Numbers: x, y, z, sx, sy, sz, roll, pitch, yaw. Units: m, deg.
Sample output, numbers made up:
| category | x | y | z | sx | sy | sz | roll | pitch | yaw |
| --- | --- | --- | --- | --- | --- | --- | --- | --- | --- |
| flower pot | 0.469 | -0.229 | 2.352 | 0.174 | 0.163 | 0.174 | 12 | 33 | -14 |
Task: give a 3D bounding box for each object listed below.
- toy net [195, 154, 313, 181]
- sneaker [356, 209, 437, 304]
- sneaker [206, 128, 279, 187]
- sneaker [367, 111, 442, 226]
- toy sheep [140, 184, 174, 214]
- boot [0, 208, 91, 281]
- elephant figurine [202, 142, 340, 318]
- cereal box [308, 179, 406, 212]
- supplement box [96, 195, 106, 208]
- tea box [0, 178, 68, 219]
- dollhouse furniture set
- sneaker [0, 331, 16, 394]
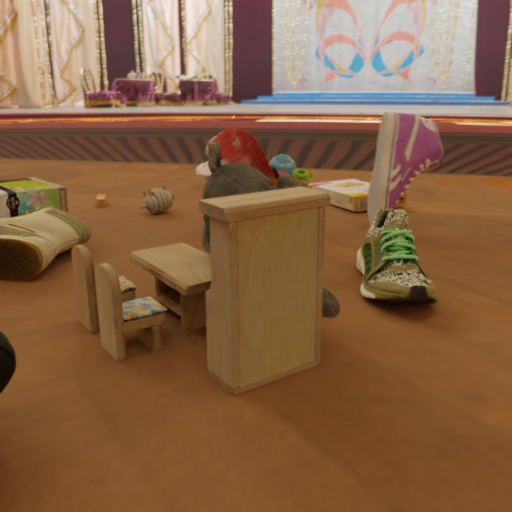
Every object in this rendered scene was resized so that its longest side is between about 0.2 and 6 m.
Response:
| category | x | y | z | sx | sy | sz | roll | pitch | yaw |
| --- | --- | --- | --- | --- | --- | --- | --- | --- | --- |
| toy net | -0.109 | -2.232 | 15.888 | 3.245 | 0.627 | 1.702 | -11 | 42 | -23 |
| sneaker | 1.909 | -0.073 | 7.920 | 0.958 | 1.104 | 2.491 | 0 | 17 | -1 |
| sneaker | -0.267 | -1.228 | 10.362 | 1.282 | 1.215 | 3.122 | -20 | -21 | 10 |
| sneaker | 2.982 | -1.590 | 11.020 | 1.321 | 2.317 | 0.840 | 8 | 12 | -5 |
| toy sheep | -2.216 | -1.236 | 12.527 | 0.913 | 0.630 | 0.630 | -26 | 30 | -36 |
| boot | -4.145 | -0.320 | 9.144 | 2.395 | 0.863 | 1.852 | 9 | 19 | 9 |
| elephant figurine | 0.161 | -0.320 | 6.445 | 1.464 | 1.335 | 1.887 | 15 | 13 | -30 |
| cereal box | 2.404 | -1.498 | 13.644 | 1.489 | 0.409 | 2.069 | -9 | 19 | -26 |
| supplement box | -3.718 | -1.318 | 13.434 | 0.217 | 0.210 | 0.631 | -1 | 18 | -10 |
| tea box | -4.554 | -0.863 | 10.614 | 1.478 | 1.004 | 1.502 | -16 | 23 | -41 |
| dollhouse furniture set | -0.544 | 0.037 | 6.370 | 2.393 | 1.814 | 2.730 | -12 | 21 | -33 |
| sneaker | -2.245 | 1.481 | 3.442 | 1.283 | 1.147 | 3.132 | 19 | 23 | 0 |
